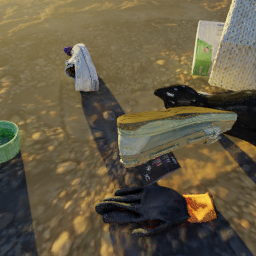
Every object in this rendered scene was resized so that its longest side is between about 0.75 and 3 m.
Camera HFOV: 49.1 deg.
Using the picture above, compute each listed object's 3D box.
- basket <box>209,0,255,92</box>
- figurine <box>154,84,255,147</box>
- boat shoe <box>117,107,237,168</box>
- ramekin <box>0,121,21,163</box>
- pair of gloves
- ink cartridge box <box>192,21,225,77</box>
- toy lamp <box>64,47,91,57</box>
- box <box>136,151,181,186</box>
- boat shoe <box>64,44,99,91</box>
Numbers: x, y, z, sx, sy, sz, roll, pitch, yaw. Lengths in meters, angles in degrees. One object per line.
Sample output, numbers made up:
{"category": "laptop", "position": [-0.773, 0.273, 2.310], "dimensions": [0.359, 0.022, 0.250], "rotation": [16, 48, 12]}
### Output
{"category": "basket", "position": [3.674, -2.463, 8.473], "dimensions": [1.750, 2.157, 2.176], "rotation": [17, 64, 14]}
{"category": "figurine", "position": [2.472, -0.503, 7.396], "dimensions": [2.848, 1.257, 2.919], "rotation": [19, 10, 29]}
{"category": "boat shoe", "position": [0.921, 0.085, 4.842], "dimensions": [2.450, 0.771, 0.894], "rotation": [-9, 14, -35]}
{"category": "ramekin", "position": [-3.428, 0.391, 7.364], "dimensions": [1.185, 0.579, 1.185], "rotation": [0, 39, 0]}
{"category": "pair of gloves", "position": [0.645, 2.225, 5.264], "dimensions": [2.595, 0.360, 2.913], "rotation": [-2, 38, -2]}
{"category": "ink cartridge box", "position": [3.808, -2.864, 10.481], "dimensions": [2.562, 1.121, 1.861], "rotation": [7, 66, 10]}
{"category": "toy lamp", "position": [-2.199, -3.134, 11.929], "dimensions": [1.453, 0.423, 0.423], "rotation": [32, 48, 33]}
{"category": "box", "position": [0.515, 0.560, 6.421], "dimensions": [0.784, 0.680, 1.283], "rotation": [-2, 59, -60]}
{"category": "boat shoe", "position": [-1.895, -2.268, 10.437], "dimensions": [0.992, 1.007, 2.840], "rotation": [-10, 46, -16]}
